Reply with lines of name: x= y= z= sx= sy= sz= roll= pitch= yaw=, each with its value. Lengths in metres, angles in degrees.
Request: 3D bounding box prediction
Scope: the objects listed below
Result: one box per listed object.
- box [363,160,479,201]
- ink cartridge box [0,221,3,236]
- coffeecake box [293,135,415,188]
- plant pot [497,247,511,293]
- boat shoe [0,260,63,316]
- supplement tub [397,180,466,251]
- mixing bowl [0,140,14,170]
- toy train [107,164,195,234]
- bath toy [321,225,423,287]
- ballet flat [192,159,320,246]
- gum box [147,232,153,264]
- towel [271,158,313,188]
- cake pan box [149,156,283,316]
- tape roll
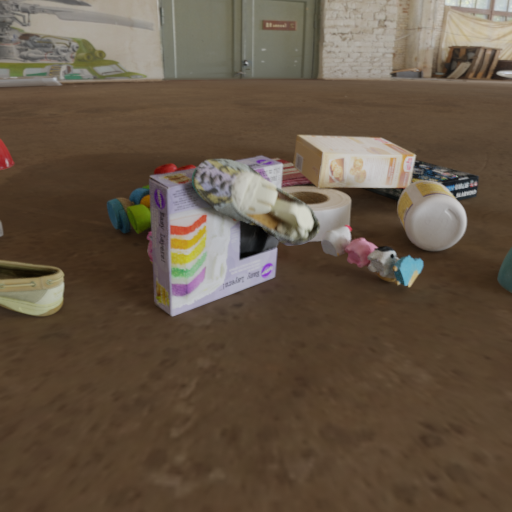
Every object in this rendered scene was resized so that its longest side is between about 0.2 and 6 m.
box: x=3.808 y=-1.824 z=13.563 sx=1.877 sy=0.543 sz=2.361 roll=-12 pitch=25 yaw=-28
ink cartridge box: x=-5.823 y=-0.454 z=10.448 sx=1.840 sy=0.361 sz=0.915 roll=6 pitch=23 yaw=11
coffeecake box: x=2.110 y=-2.088 z=12.334 sx=2.132 sy=0.779 sz=1.637 roll=-2 pitch=24 yaw=-16
plant pot: x=4.453 y=0.048 z=8.466 sx=1.350 sy=0.909 sz=1.350 roll=1 pitch=22 yaw=0
boat shoe: x=-3.693 y=0.257 z=7.653 sx=2.095 sy=0.659 sz=0.764 roll=15 pitch=30 yaw=-3
supplement tub: x=3.188 y=-0.792 z=10.342 sx=1.050 sy=1.050 sz=1.445 roll=2 pitch=22 yaw=5
mixing bowl: x=-7.922 y=-3.021 z=16.028 sx=1.755 sy=0.951 sz=1.755 roll=1 pitch=22 yaw=0
toy train: x=-1.631 y=-0.887 z=10.257 sx=1.576 sy=1.153 sz=2.724 roll=-26 pitch=22 yaw=-25
bath toy: x=1.785 y=-0.042 z=8.858 sx=1.608 sy=0.699 sz=0.594 roll=27 pitch=58 yaw=36
ballet flat: x=0.137 y=-0.710 z=7.407 sx=2.117 sy=0.761 sz=0.761 roll=26 pitch=1 yaw=-42
gum box: x=-0.762 y=-0.150 z=9.291 sx=1.903 sy=0.629 sz=1.080 roll=-15 pitch=26 yaw=-33
towel: x=0.310 y=-2.160 z=14.807 sx=1.796 sy=0.284 sz=2.494 roll=-11 pitch=23 yaw=-20
cake pan box: x=-0.517 y=-0.337 z=8.055 sx=2.092 sy=1.927 sz=0.547 roll=-17 pitch=34 yaw=-38
tape roll: x=0.966 y=-0.869 z=11.108 sx=1.792 sy=0.627 sz=1.792 roll=0 pitch=23 yaw=0
